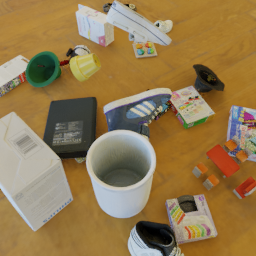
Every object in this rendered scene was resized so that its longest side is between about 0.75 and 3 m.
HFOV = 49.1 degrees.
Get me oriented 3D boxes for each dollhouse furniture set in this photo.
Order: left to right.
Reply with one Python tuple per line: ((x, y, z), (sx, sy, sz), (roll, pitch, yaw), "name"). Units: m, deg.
((3.194, 1.289, 8.692), (1.747, 0.900, 1.728), (-36, 69, -10), "dollhouse furniture set")

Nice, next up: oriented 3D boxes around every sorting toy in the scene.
((0.791, -3.713, 13.147), (1.006, 0.198, 1.087), (-8, 53, -6), "sorting toy")

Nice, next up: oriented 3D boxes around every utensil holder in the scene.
((-0.186, 1.406, 8.041), (1.816, 2.137, 1.816), (0, 53, -1), "utensil holder")

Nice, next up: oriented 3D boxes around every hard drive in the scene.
((-2.045, -0.063, 10.038), (1.798, 0.424, 2.577), (-5, 50, 3), "hard drive")

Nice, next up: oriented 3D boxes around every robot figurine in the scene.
((-2.094, -3.034, 12.226), (0.826, 0.994, 1.323), (-8, 50, 25), "robot figurine")

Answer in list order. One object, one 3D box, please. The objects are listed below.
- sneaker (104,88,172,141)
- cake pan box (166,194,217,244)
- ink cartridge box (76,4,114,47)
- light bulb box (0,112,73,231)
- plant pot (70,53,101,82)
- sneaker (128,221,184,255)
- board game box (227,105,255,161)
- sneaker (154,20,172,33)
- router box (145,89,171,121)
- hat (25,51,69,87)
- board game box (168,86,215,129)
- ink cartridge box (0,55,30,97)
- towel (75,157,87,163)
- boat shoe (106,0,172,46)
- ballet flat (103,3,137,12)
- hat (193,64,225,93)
((0.607, -0.172, 9.937), (2.724, 1.097, 1.994), (-17, 81, -20), "sneaker")
((1.829, 2.635, 8.245), (1.202, 0.341, 1.306), (-5, 53, -7), "cake pan box")
((-1.720, -4.925, 13.407), (2.152, 1.253, 0.726), (31, 59, 23), "ink cartridge box")
((-2.960, 1.270, 7.992), (1.476, 2.365, 2.345), (-37, 61, -26), "light bulb box")
((-1.293, -1.959, 8.795), (0.752, 0.799, 0.799), (-20, 49, 22), "plant pot")
((1.099, 3.449, 6.766), (2.923, 1.682, 1.103), (39, 62, 25), "sneaker")
((4.658, 0.255, 9.983), (2.081, 0.429, 2.086), (13, 54, 9), "board game box")
((1.676, -5.017, 13.864), (0.577, 0.657, 1.640), (35, 59, 25), "sneaker")
((0.952, -0.922, 10.956), (1.189, 0.303, 0.887), (36, 61, 24), "router box")
((-3.166, -2.337, 12.124), (1.857, 1.635, 1.538), (-21, 75, 14), "hat")
((2.379, -0.841, 10.876), (1.260, 0.332, 1.647), (-19, 55, -14), "board game box")
((-4.963, -2.241, 11.850), (1.079, 0.499, 1.980), (32, 58, 22), "ink cartridge box")
((-1.619, 0.726, 9.765), (0.766, 0.216, 0.895), (-31, 58, -22), "towel")
((0.388, -3.519, 10.117), (2.576, 0.899, 0.913), (21, 30, -29), "boat shoe")
((-0.448, -6.552, 15.156), (1.853, 0.430, 0.624), (3, 53, 2), "ballet flat")
((3.074, -1.852, 11.311), (1.734, 0.700, 1.734), (24, 39, -21), "hat")
